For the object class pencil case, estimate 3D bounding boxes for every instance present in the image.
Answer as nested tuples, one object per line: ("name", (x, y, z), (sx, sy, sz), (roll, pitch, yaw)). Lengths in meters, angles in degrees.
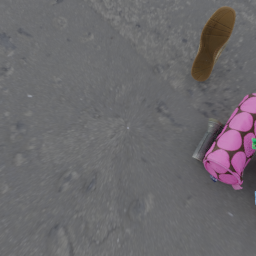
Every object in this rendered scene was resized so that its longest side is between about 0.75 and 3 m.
("pencil case", (3.026, 0.304, 7.346), (1.183, 1.146, 2.525), (39, 72, 1))

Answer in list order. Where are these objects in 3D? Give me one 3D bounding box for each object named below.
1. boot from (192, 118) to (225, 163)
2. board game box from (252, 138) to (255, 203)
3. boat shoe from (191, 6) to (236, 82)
("boot", (2.280, 0.411, 7.764), (0.436, 1.092, 1.201), (14, 85, 43))
("board game box", (3.268, 1.245, 6.875), (0.212, 1.640, 1.640), (-6, 62, 28))
("boat shoe", (2.487, -2.473, 8.332), (0.797, 2.174, 0.681), (28, 24, 11))
